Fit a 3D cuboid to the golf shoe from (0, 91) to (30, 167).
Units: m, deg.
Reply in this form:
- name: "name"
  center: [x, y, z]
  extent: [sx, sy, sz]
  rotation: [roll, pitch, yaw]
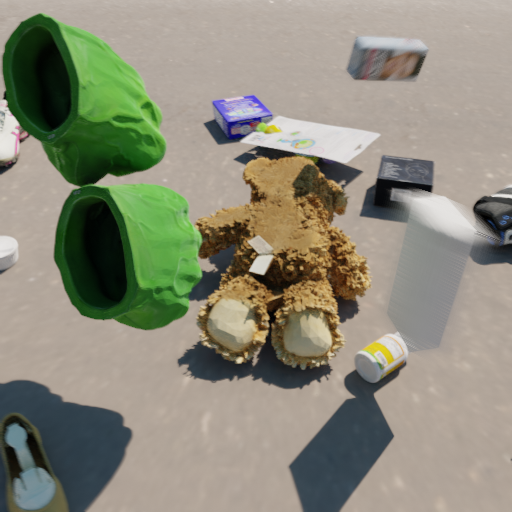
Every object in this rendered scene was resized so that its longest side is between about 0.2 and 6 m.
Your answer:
- name: "golf shoe"
  center: [-6.314, -3.137, 13.780]
  extent: [0.983, 1.247, 2.708]
  rotation: [-3, 38, -7]

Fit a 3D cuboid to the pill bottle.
- name: "pill bottle"
  center: [1.902, 1.452, 8.223]
  extent: [0.871, 0.484, 0.484]
  rotation: [-24, 43, -30]

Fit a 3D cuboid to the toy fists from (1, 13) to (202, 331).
- name: "toy fists"
  center: [-1.719, -0.914, 6.714]
  extent: [1.285, 3.737, 1.905]
  rotation: [-23, -8, 22]

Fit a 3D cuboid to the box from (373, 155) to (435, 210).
- name: "box"
  center: [3.192, -1.578, 12.091]
  extent: [1.173, 0.727, 1.153]
  rotation: [10, 38, 13]

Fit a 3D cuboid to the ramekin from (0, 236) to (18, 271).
- name: "ramekin"
  center: [-4.746, -0.022, 10.329]
  extent: [0.731, 0.340, 0.731]
  rotation: [0, 36, 0]

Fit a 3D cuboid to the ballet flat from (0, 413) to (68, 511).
- name: "ballet flat"
  center: [-2.732, 2.584, 6.644]
  extent: [0.605, 0.556, 1.764]
  rotation: [-22, 42, -27]

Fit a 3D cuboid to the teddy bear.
- name: "teddy bear"
  center: [0.400, 0.109, 9.547]
  extent: [3.149, 1.450, 4.343]
  rotation: [-11, 45, -2]

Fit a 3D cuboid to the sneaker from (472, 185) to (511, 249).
- name: "sneaker"
  center: [5.269, -0.378, 10.395]
  extent: [1.540, 1.006, 2.753]
  rotation: [-23, 34, -23]

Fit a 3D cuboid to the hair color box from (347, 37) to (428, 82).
- name: "hair color box"
  center: [2.303, -3.453, 9.858]
  extent: [1.268, 0.628, 0.384]
  rotation: [-5, 46, -19]

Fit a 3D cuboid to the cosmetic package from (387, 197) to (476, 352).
- name: "cosmetic package"
  center: [2.111, 0.256, 6.911]
  extent: [0.468, 1.848, 0.763]
  rotation: [-8, 39, -12]

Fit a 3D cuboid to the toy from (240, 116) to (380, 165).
- name: "toy"
  center: [1.280, -2.633, 13.561]
  extent: [2.937, 0.693, 1.691]
  rotation: [22, 45, 30]

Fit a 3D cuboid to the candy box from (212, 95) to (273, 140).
- name: "candy box"
  center: [-0.382, -3.789, 15.194]
  extent: [1.275, 0.581, 1.508]
  rotation: [-13, 39, -14]
